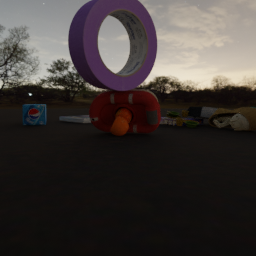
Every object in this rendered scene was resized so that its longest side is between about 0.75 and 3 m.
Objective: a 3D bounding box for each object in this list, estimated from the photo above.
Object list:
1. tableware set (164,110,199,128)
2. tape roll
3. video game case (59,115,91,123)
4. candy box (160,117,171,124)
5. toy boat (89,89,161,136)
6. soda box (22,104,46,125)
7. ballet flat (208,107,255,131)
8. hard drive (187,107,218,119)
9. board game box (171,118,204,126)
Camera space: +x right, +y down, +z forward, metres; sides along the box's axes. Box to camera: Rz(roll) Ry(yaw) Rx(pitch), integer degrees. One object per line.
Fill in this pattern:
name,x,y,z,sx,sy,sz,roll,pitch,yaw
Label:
tableware set,2.249,-0.442,11.659,1.420,0.323,2.108,9,15,10
tape roll,-0.351,-2.330,7.839,2.539,2.539,0.833,-4,12,-38
video game case,-2.101,-0.469,14.544,2.050,0.267,2.252,-5,8,-43
candy box,1.503,-0.334,12.828,0.677,0.289,0.807,-2,5,-19
toy boat,-0.170,-0.307,8.423,2.191,1.430,1.432,2,35,19
soda box,-4.333,-0.665,13.123,0.952,0.900,2.806,-1,5,-16
ballet flat,3.800,-0.223,9.944,0.829,0.903,2.632,-30,10,-12
hard drive,4.014,-0.562,12.431,2.504,0.530,1.689,8,3,-14
board game box,2.590,-0.277,12.308,1.192,0.267,0.801,-3,6,-27
